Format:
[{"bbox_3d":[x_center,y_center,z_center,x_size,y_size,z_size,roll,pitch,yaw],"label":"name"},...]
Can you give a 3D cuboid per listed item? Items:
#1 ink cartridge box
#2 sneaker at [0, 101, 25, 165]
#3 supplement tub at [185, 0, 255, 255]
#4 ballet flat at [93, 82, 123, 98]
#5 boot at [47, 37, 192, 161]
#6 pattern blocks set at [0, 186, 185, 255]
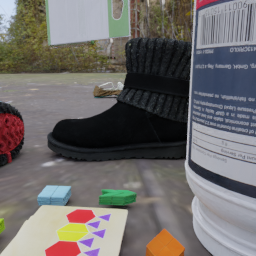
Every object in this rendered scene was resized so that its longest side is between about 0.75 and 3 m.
[{"bbox_3d":[-1.106,-3.304,7.943,2.496,1.816,0.599,-1,4,13],"label":"ink cartridge box"},{"bbox_3d":[-2.810,0.172,4.320,1.286,1.067,2.691,4,13,22],"label":"sneaker"},{"bbox_3d":[1.433,-0.167,2.507,1.761,2.510,1.761,0,13,0],"label":"supplement tub"},{"bbox_3d":[-0.697,-1.880,13.768,2.061,0.745,0.699,-1,13,-4],"label":"ballet flat"},{"bbox_3d":[-0.097,-0.563,5.128,2.801,2.094,1.054,-1,13,-3],"label":"boot"},{"bbox_3d":[-0.551,1.060,2.383,2.006,0.185,2.282,3,14,14],"label":"pattern blocks set"}]
